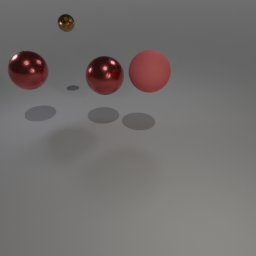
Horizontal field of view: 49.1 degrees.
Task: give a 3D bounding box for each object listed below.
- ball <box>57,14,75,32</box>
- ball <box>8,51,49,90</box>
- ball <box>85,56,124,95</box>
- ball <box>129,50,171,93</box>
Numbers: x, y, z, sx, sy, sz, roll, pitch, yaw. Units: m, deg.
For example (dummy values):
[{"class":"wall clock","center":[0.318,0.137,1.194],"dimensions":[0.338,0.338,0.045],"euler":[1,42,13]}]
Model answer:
[{"class":"ball","center":[-2.558,-4.343,11.592],"dimensions":[0.700,0.700,0.700],"euler":[0,30,0]},{"class":"ball","center":[-3.624,-2.092,10.210],"dimensions":[1.400,1.400,1.400],"euler":[0,30,0]},{"class":"ball","center":[-0.842,-1.902,10.194],"dimensions":[1.400,1.400,1.400],"euler":[0,30,0]},{"class":"ball","center":[0.718,-1.883,9.335],"dimensions":[1.400,1.400,1.400],"euler":[0,30,0]}]
